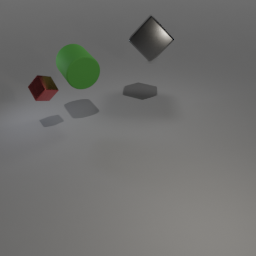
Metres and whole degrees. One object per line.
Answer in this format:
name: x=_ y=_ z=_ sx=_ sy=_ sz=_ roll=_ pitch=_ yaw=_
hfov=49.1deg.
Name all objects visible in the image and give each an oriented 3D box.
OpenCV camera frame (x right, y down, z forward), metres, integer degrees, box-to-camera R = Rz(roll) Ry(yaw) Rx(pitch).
cylinder: x=-2.033 y=-2.488 z=11.311 sx=1.400 sy=1.400 sz=1.400 roll=-15 pitch=42 yaw=-24
cube: x=-3.244 y=-1.512 z=10.732 sx=0.700 sy=0.700 sz=0.700 roll=58 pitch=29 yaw=14
cube: x=1.025 y=-4.007 z=12.531 sx=1.400 sy=1.400 sz=1.400 roll=42 pitch=20 yaw=-14
